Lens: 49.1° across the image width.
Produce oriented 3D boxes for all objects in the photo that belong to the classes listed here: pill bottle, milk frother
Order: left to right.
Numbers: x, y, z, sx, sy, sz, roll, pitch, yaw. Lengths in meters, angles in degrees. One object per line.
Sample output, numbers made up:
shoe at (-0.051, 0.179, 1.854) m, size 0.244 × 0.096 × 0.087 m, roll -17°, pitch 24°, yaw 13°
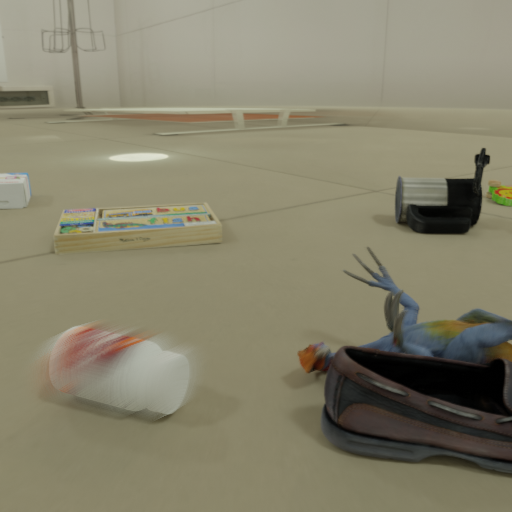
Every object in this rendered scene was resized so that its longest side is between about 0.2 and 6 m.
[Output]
pill bottle at (-1.108, 0.939, 4.581) m, size 1.033 × 0.566 × 0.566 m, roll 8°, pitch 20°, yaw 19°
milk frother at (3.212, -1.195, 9.741) m, size 1.393 × 1.480 × 1.336 m, roll 2°, pitch 22°, yaw 7°

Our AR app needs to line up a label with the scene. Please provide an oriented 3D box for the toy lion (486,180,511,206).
toy lion at (5.516, -1.293, 11.911) m, size 1.128 × 0.387 × 1.081 m, roll -3°, pitch 25°, yaw -9°

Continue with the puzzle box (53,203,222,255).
puzzle box at (-1.972, -0.513, 9.457) m, size 2.600 × 0.331 × 1.730 m, roll -5°, pitch 18°, yaw -13°

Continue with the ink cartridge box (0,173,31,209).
ink cartridge box at (-5.269, -1.368, 11.724) m, size 0.929 × 0.544 × 1.286 m, roll -5°, pitch 20°, yaw -17°

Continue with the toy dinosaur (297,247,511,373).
toy dinosaur at (1.415, 0.840, 4.674) m, size 1.938 × 2.136 × 1.122 m, roll -35°, pitch -8°, yaw 22°

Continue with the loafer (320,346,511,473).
loafer at (1.618, 1.053, 4.049) m, size 2.272 × 0.715 × 0.817 m, roll 1°, pitch 18°, yaw 3°
